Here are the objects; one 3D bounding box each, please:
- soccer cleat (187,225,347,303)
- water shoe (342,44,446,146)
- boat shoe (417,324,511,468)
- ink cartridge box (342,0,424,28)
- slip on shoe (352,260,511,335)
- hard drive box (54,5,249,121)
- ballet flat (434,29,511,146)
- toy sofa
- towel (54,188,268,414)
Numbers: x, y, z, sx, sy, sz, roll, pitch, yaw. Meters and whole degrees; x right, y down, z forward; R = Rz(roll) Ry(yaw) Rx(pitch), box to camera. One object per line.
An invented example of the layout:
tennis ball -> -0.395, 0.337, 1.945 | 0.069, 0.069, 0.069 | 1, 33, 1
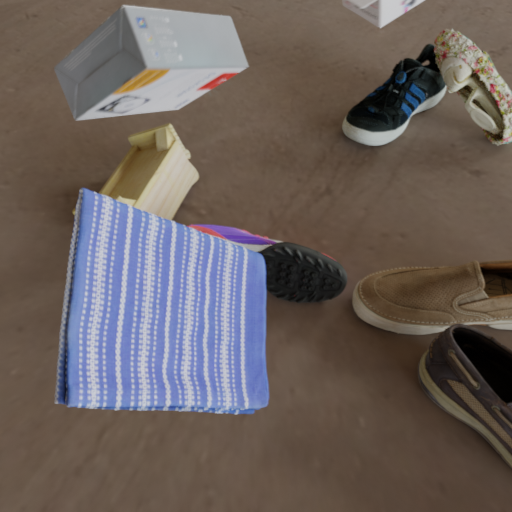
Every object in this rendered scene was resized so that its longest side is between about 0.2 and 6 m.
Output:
soccer cleat -> 0.035, 0.004, 8.664 | 2.781, 0.949, 1.018 | 10, 27, 6
water shoe -> 2.970, -3.530, 11.917 | 1.186, 1.309, 3.317 | 31, 52, 28
boat shoe -> 3.273, 1.858, 6.576 | 2.937, 1.077, 1.094 | 32, 53, 28
ink cartridge box -> 1.858, -3.918, 8.200 | 1.504, 0.510, 0.866 | -34, 57, -11
slip on shoe -> 2.988, 0.491, 8.069 | 3.112, 0.943, 1.183 | 5, 45, 5
hard drive box -> -1.500, -2.824, 8.326 | 1.737, 0.856, 2.229 | -18, 6, 40
ballet flat -> 4.466, -3.412, 11.408 | 0.890, 1.053, 2.784 | -36, 83, -21
toy sofa -> -2.021, -1.143, 9.864 | 1.018, 1.199, 2.458 | -10, 39, 27
towel -> -0.574, 0.475, 4.505 | 0.252, 2.116, 1.532 | -11, 71, 36
